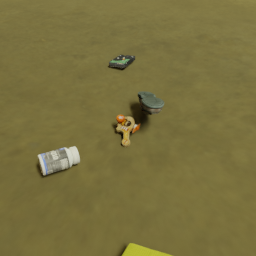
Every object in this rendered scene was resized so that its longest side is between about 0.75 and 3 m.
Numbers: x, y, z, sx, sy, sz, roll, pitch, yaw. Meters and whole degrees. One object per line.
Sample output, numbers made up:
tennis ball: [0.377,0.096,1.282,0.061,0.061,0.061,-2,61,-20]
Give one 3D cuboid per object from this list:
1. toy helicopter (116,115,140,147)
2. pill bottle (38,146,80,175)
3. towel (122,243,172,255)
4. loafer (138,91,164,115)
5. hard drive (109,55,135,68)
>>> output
toy helicopter: [0.006,0.089,7.210,0.625,0.373,0.945,0,52,2]
pill bottle: [-1.537,0.712,6.265,0.841,0.478,0.478,-16,42,-23]
towel: [-0.126,2.696,3.713,1.048,0.220,2.436,3,35,34]
loafer: [0.584,-0.578,7.427,0.581,0.509,1.618,1,19,-8]
hard drive: [-0.207,-2.484,10.381,0.647,0.175,0.926,11,34,24]
